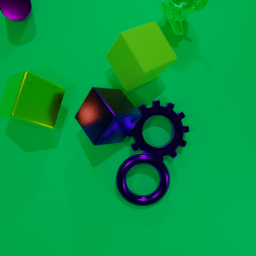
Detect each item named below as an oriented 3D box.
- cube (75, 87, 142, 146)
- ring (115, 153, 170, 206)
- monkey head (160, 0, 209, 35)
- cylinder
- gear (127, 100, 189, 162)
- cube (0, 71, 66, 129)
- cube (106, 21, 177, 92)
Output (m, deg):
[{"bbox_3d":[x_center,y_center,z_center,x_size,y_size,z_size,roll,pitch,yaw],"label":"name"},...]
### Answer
[{"bbox_3d":[-0.535,-0.311,7.400,1.081,1.081,1.081,52,122,26],"label":"cube"},{"bbox_3d":[0.412,1.429,7.699,1.512,0.302,1.512,0,99,-2],"label":"ring"},{"bbox_3d":[1.538,-3.368,8.068,0.964,1.600,1.151,-35,125,-16],"label":"monkey head"},{"bbox_3d":[-3.229,-3.535,8.085,0.870,0.870,0.870,-6,109,-16],"label":"cylinder"},{"bbox_3d":[0.837,0.089,7.934,1.722,0.318,1.722,0,92,-4],"label":"gear"},{"bbox_3d":[-2.583,-0.701,7.484,1.176,1.176,1.176,23,77,-40],"label":"cube"},{"bbox_3d":[0.338,-1.928,7.640,1.204,1.204,1.204,-29,87,-29],"label":"cube"}]
